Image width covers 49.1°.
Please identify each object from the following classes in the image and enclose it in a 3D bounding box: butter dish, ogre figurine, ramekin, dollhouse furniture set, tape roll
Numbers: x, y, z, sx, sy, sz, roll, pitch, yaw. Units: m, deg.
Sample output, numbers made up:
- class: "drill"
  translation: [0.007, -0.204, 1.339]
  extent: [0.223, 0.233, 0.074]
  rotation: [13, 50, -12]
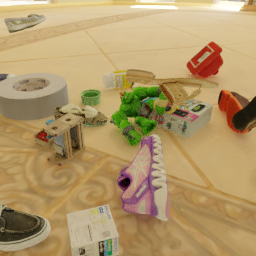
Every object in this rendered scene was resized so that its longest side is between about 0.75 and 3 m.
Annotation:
- class: "butter dish"
  translation: [4.330, -3.397, 14.992]
  extent: [1.920, 1.419, 1.915]
  rotation: [-41, 24, 19]
- class: "ogre figurine"
  translation: [0.418, -0.648, 10.192]
  extent: [1.619, 1.325, 2.700]
  rotation: [20, 80, 33]
- class: "ramekin"
  translation: [-1.622, -1.321, 12.271]
  extent: [0.921, 0.450, 0.921]
  rotation: [0, 31, 0]
- class: "dollhouse furniture set"
  translation: [-2.425, 0.192, 8.969]
  extent: [1.701, 1.199, 1.192]
  rotation: [19, 35, 27]
- class: "tape roll"
  translation: [-4.046, -1.426, 11.944]
  extent: [2.933, 0.969, 2.933]
  rotation: [0, 30, 0]

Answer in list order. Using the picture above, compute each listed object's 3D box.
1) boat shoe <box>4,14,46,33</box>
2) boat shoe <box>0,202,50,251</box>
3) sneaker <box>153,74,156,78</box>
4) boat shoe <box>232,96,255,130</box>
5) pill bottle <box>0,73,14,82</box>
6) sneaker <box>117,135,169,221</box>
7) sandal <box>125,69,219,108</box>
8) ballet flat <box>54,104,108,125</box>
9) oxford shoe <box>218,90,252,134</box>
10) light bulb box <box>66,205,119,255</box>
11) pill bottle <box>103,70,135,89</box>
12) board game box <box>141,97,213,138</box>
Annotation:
- class: "boat shoe"
  translation: [-2.759, -2.914, 7.602]
  extent: [1.179, 0.378, 0.435]
  rotation: [-36, 25, -34]
- class: "boat shoe"
  translation: [-2.936, 2.066, 6.139]
  extent: [2.382, 0.845, 0.859]
  rotation: [1, 31, 2]
- class: "sneaker"
  translation: [1.056, -2.562, 14.548]
  extent: [0.889, 0.346, 0.365]
  rotation: [-22, 40, -17]
- class: "boat shoe"
  translation: [3.564, -0.496, 7.404]
  extent: [0.632, 1.712, 0.648]
  rotation: [7, 58, -31]
- class: "pill bottle"
  translation: [-5.868, -2.213, 13.458]
  extent: [1.414, 0.785, 0.785]
  rotation: [4, 31, 7]
- class: "sneaker"
  translation: [0.355, 1.174, 7.475]
  extent: [1.277, 1.161, 2.887]
  rotation: [-6, 31, 5]
- class: "sandal"
  translation: [1.058, -0.897, 7.110]
  extent: [2.341, 0.770, 0.858]
  rotation: [9, -1, -2]
- class: "ballet flat"
  translation: [-1.821, -0.537, 10.602]
  extent: [2.077, 0.782, 0.705]
  rotation: [4, 44, 5]
- class: "oxford shoe"
  translation: [4.333, -0.711, 10.703]
  extent: [1.084, 1.064, 2.990]
  rotation: [6, 31, 0]
- class: "light bulb box"
  translation: [-0.769, 2.275, 6.024]
  extent: [0.964, 0.602, 0.956]
  rotation: [-8, 31, -15]
- class: "pill bottle"
  translation: [-0.448, -2.377, 13.682]
  extent: [1.462, 0.836, 0.836]
  rotation: [-10, 32, -17]
- class: "board game box"
  translation: [1.817, -0.625, 10.828]
  extent: [2.286, 0.735, 1.686]
  rotation: [22, 37, 35]
